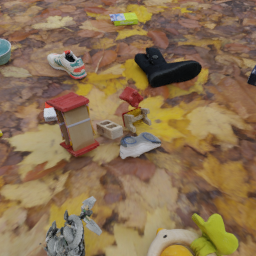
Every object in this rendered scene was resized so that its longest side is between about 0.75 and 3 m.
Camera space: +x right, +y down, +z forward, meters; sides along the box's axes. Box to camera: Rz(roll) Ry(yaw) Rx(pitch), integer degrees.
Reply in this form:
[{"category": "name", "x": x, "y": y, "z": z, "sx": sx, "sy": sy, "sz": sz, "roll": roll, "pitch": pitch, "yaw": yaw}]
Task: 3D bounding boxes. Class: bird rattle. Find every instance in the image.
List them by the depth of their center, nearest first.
[{"category": "bird rattle", "x": 1.294, "y": 2.985, "z": 5.757, "sx": 1.913, "sy": 1.322, "sz": 2.346, "roll": 5, "pitch": 57, "yaw": 21}]

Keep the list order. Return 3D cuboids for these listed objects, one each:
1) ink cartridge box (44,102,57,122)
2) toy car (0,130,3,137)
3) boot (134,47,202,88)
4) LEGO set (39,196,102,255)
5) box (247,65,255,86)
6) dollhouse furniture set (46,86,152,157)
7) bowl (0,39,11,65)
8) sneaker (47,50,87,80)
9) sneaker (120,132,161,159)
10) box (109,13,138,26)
[{"category": "ink cartridge box", "x": -2.491, "y": -0.702, "z": 9.818, "sx": 0.854, "sy": 0.252, "sz": 1.066, "roll": -9, "pitch": 47, "yaw": -9}, {"category": "toy car", "x": -5.168, "y": 0.554, "z": 8.282, "sx": 2.109, "sy": 0.500, "sz": 2.242, "roll": 9, "pitch": 45, "yaw": 4}, {"category": "boot", "x": 1.563, "y": -2.652, "z": 11.343, "sx": 2.277, "sy": 0.870, "sz": 1.914, "roll": -17, "pitch": 50, "yaw": -8}, {"category": "LEGO set", "x": -1.244, "y": 2.484, "z": 5.232, "sx": 1.593, "sy": 0.695, "sz": 2.453, "roll": -11, "pitch": 64, "yaw": 40}, {"category": "box", "x": 5.272, "y": -1.964, "z": 10.919, "sx": 0.973, "sy": 0.508, "sz": 0.720, "roll": 24, "pitch": 50, "yaw": 22}, {"category": "dollhouse furniture set", "x": -0.787, "y": -0.450, "z": 8.550, "sx": 2.855, "sy": 1.537, "sz": 1.161, "roll": -23, "pitch": 28, "yaw": -29}, {"category": "bowl", "x": -5.573, "y": -3.158, "z": 11.962, "sx": 1.275, "sy": 0.667, "sz": 1.275, "roll": 2, "pitch": 51, "yaw": -2}, {"category": "sneaker", "x": -2.539, "y": -2.821, "z": 11.439, "sx": 2.136, "sy": 0.998, "sz": 0.752, "roll": 33, "pitch": 54, "yaw": 28}, {"category": "sneaker", "x": 0.345, "y": 0.535, "z": 8.373, "sx": 1.486, "sy": 0.647, "sz": 0.554, "roll": -5, "pitch": 39, "yaw": -32}, {"category": "box", "x": -0.238, "y": -5.814, "z": 14.963, "sx": 1.402, "sy": 0.334, "sz": 0.855, "roll": -7, "pitch": 45, "yaw": -7}]
